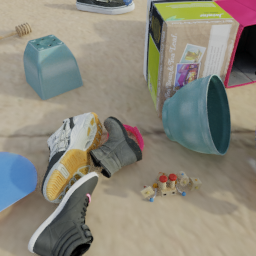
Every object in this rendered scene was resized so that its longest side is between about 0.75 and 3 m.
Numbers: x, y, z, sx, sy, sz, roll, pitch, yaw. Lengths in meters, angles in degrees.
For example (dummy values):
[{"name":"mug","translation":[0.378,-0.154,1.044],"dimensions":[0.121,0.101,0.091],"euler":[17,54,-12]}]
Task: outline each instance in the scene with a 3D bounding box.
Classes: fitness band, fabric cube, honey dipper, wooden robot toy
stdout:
[{"name":"fitness band","translation":[-0.064,0.316,7.017],"dimensions":[0.824,0.215,1.147],"euler":[-15,46,-10]},{"name":"fabric cube","translation":[3.725,-2.850,9.092],"dimensions":[2.115,2.075,2.109],"euler":[-13,44,-12]},{"name":"honey dipper","translation":[-5.033,-3.672,11.262],"dimensions":[2.377,0.451,0.451],"euler":[-32,51,-26]},{"name":"wooden robot toy","translation":[0.846,1.093,5.945],"dimensions":[1.330,0.586,0.604],"euler":[-8,32,-10]}]

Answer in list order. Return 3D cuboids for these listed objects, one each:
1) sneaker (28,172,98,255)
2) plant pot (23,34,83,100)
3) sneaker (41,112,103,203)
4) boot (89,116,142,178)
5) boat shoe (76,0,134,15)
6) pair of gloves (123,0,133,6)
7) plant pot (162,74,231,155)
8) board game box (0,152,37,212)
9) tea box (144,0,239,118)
[{"name":"sneaker","translation":[-0.877,1.691,5.221],"dimensions":[0.911,0.649,1.836],"euler":[23,53,21]},{"name":"plant pot","translation":[-2.395,-1.987,8.616],"dimensions":[1.415,1.446,1.419],"euler":[-27,49,-26]},{"name":"sneaker","translation":[-1.409,0.636,6.334],"dimensions":[1.068,0.921,2.436],"euler":[-4,38,22]},{"name":"boot","translation":[-0.461,0.378,6.475],"dimensions":[1.021,0.529,1.564],"euler":[-23,48,-21]},{"name":"boat shoe","translation":[-1.152,-6.180,13.502],"dimensions":[2.938,1.042,1.059],"euler":[5,43,6]},{"name":"pair of gloves","translation":[0.182,-4.738,8.478],"dimensions":[0.220,1.935,1.555],"euler":[22,87,8]},{"name":"plant pot","translation":[1.584,-0.265,6.675],"dimensions":[1.235,1.843,1.843],"euler":[-5,36,34]},{"name":"board game box","translation":[-2.989,1.354,5.738],"dimensions":[1.759,0.433,2.227],"euler":[28,44,33]},{"name":"tea box","translation":[1.487,-2.059,7.802],"dimensions":[1.721,2.576,2.534],"euler":[-4,41,-5]}]
